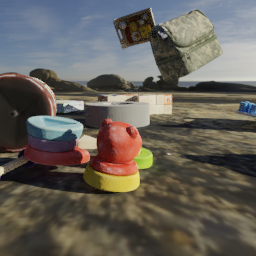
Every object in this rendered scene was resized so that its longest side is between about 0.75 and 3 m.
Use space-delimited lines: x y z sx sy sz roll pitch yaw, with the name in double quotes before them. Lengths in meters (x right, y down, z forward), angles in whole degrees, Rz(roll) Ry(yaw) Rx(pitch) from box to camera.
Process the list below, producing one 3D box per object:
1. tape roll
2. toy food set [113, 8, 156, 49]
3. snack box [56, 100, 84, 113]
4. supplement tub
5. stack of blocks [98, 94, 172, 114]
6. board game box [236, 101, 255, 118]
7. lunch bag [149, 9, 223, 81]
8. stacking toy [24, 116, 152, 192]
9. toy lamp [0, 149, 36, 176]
"tape roll" -0.356 -0.491 9.545 2.190 0.724 2.190 -1 9 0
"toy food set" 0.368 -4.331 12.364 1.920 1.378 0.580 -3 31 34
"snack box" -3.278 -1.106 14.059 1.377 0.513 1.936 3 10 19
"supplement tub" -2.541 -0.475 6.786 1.599 1.599 2.990 -2 8 -13
"stack of blocks" 0.298 -1.084 12.761 2.978 0.872 1.715 -4 10 -25
"board game box" 5.258 -0.445 8.864 2.929 0.379 2.929 17 16 31
"lunch bag" 1.890 -2.860 9.539 2.205 1.850 1.537 -32 12 -25
"stacking toy" -0.487 0.132 4.463 1.978 0.835 1.790 14 13 23
"toy lamp" -1.728 0.559 4.282 0.340 0.340 1.168 2 12 13
